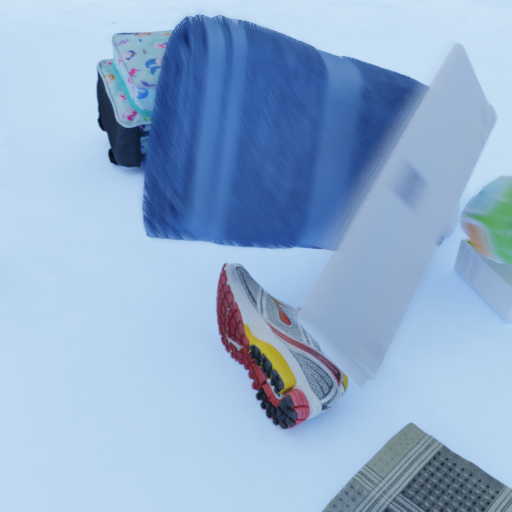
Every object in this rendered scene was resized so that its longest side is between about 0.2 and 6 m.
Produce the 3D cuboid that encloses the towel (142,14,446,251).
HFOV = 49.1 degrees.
[{"bbox_3d":[0.895,-1.435,7.929,4.941,2.758,1.199,3,12,-35],"label":"towel"}]

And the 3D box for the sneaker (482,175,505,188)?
[{"bbox_3d":[4.803,-1.145,10.543,1.988,0.796,0.699,-26,41,-34],"label":"sneaker"}]

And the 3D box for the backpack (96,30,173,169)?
[{"bbox_3d":[-1.732,-3.547,12.565,3.301,2.485,2.930,-7,50,-24],"label":"backpack"}]

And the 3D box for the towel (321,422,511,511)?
[{"bbox_3d":[1.751,2.702,5.581,1.836,0.317,1.767,-30,42,-33],"label":"towel"}]

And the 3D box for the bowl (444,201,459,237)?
[{"bbox_3d":[2.775,-1.391,10.830,2.345,0.877,2.349,10,38,15],"label":"bowl"}]

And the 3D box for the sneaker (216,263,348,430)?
[{"bbox_3d":[0.224,1.050,7.391,1.079,1.023,2.628,-13,46,-25],"label":"sneaker"}]

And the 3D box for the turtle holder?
[{"bbox_3d":[3.664,-0.672,7.955,1.240,1.632,1.159,24,-3,-32],"label":"turtle holder"}]

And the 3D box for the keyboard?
[{"bbox_3d":[1.957,-0.724,6.937,0.252,1.331,4.731,-6,44,52],"label":"keyboard"}]

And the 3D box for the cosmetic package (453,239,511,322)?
[{"bbox_3d":[3.799,0.314,8.617,0.771,0.608,1.434,-8,34,-15],"label":"cosmetic package"}]
